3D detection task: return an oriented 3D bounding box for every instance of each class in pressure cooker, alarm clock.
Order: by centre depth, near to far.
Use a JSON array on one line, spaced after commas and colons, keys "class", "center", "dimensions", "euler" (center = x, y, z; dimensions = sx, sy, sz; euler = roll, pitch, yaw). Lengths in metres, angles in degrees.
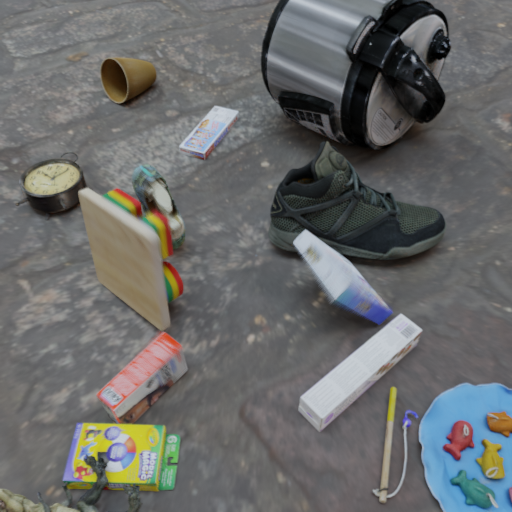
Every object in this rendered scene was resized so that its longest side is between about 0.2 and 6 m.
[{"class": "alarm clock", "center": [-4.322, -1.643, 12.204], "dimensions": [1.309, 0.646, 1.941], "euler": [5, 49, 5]}, {"class": "pressure cooker", "center": [2.467, -4.362, 12.767], "dimensions": [3.907, 3.490, 3.436], "euler": [35, 53, 29]}]

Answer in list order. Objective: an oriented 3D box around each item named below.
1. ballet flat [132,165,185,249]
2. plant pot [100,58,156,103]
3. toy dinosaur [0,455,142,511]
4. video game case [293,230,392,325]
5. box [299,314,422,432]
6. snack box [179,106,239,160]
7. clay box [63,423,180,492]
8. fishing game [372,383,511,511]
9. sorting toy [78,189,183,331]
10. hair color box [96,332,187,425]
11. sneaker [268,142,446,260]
[{"class": "ballet flat", "center": [-1.727, -0.782, 10.436], "dimensions": [0.719, 1.938, 0.719], "euler": [-14, 40, 12]}, {"class": "plant pot", "center": [-3.290, -4.764, 14.867], "dimensions": [1.144, 1.144, 1.228], "euler": [33, 44, 27]}, {"class": "toy dinosaur", "center": [-2.111, 3.476, 7.381], "dimensions": [2.861, 0.679, 1.261], "euler": [21, 82, 16]}, {"class": "video game case", "center": [1.508, 0.395, 9.745], "dimensions": [0.366, 1.612, 1.461], "euler": [-46, 48, 12]}, {"class": "box", "center": [1.728, 1.843, 9.101], "dimensions": [2.453, 0.475, 0.508], "euler": [-34, 56, -27]}, {"class": "snack box", "center": [-1.130, -3.058, 13.781], "dimensions": [0.687, 0.232, 1.910], "euler": [18, 50, 16]}, {"class": "clay box", "center": [-1.926, 2.928, 8.177], "dimensions": [1.529, 0.364, 0.879], "euler": [0, 48, 1]}, {"class": "fishing game", "center": [3.624, 2.906, 8.112], "dimensions": [3.531, 0.549, 2.528], "euler": [14, 52, 12]}, {"class": "sorting toy", "center": [-2.074, -0.043, 9.695], "dimensions": [1.994, 1.982, 0.694], "euler": [30, 47, 34]}, {"class": "hair color box", "center": [-1.740, 1.957, 8.752], "dimensions": [0.448, 0.778, 1.403], "euler": [33, 59, 26]}, {"class": "sneaker", "center": [2.026, -1.035, 10.700], "dimensions": [3.478, 1.992, 1.329], "euler": [5, 36, 1]}]
